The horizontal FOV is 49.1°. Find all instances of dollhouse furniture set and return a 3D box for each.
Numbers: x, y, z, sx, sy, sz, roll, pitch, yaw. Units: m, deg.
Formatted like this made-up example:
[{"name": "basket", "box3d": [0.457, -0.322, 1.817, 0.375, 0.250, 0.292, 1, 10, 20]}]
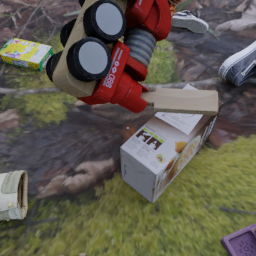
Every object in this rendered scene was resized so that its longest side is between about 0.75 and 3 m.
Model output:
[{"name": "dollhouse furniture set", "box3d": [3.455, 2.573, 5.036, 2.044, 1.831, 2.579, -17, 55, -13]}]

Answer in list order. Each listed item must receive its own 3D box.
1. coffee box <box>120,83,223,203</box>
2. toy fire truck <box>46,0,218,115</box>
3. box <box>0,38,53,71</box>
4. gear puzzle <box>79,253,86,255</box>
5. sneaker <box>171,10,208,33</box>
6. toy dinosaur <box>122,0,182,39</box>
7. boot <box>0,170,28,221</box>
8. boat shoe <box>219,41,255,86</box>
[{"name": "coffee box", "box3d": [1.071, 0.327, 6.928, 1.054, 1.512, 2.644, 35, 61, 23]}, {"name": "toy fire truck", "box3d": [0.336, -1.410, 5.447, 1.859, 2.890, 2.544, 2, 68, 55]}, {"name": "box", "box3d": [-3.629, -2.608, 9.841, 1.700, 0.411, 0.997, 17, 55, 9]}, {"name": "gear puzzle", "box3d": [-1.083, 3.110, 5.662, 1.947, 0.255, 1.008, -5, 51, -7]}, {"name": "sneaker", "box3d": [2.446, -4.190, 10.897, 1.531, 0.600, 0.608, 23, 62, 19]}, {"name": "toy dinosaur", "box3d": [0.884, -3.240, 7.690, 2.469, 1.261, 1.675, -18, 33, 12]}, {"name": "boot", "box3d": [-3.264, 2.023, 6.060, 1.917, 0.893, 2.479, -1, 52, -2]}, {"name": "boat shoe", "box3d": [4.356, -2.277, 9.211, 2.874, 1.031, 0.974, -31, 59, -18]}]
